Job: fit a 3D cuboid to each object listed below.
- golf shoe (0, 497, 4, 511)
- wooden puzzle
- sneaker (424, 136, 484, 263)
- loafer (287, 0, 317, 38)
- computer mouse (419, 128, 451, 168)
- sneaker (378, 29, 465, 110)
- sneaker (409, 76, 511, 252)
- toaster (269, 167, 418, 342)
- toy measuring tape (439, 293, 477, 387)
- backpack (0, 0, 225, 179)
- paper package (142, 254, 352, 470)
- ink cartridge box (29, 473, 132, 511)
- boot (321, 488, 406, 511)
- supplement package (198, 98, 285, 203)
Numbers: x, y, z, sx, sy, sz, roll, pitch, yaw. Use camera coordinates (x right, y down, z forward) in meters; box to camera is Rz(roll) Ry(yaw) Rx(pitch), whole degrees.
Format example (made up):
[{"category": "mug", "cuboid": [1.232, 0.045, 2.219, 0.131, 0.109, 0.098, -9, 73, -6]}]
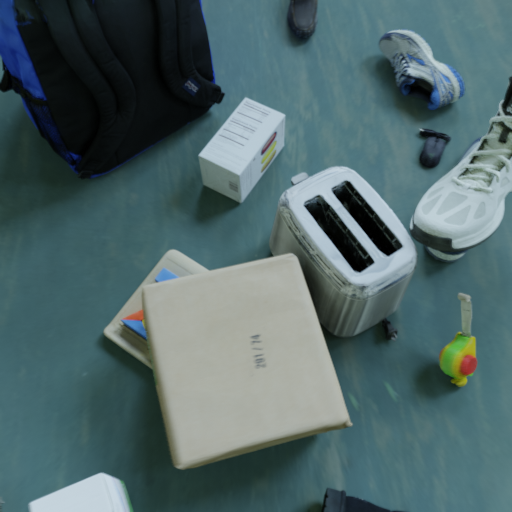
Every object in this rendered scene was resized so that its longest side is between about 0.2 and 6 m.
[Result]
[{"category": "golf shoe", "cuboid": [-4.672, 3.659, 7.432, 2.390, 1.053, 0.922, -9, 62, -6]}, {"category": "wooden puzzle", "cuboid": [-1.258, 0.945, 9.157, 1.783, 0.446, 1.925, 31, 66, 15]}, {"category": "sneaker", "cuboid": [3.941, -1.246, 9.879, 1.011, 1.182, 2.883, 25, 65, 12]}, {"category": "loafer", "cuboid": [1.046, -5.693, 12.471, 0.695, 0.691, 1.910, 0, 63, -1]}, {"category": "computer mouse", "cuboid": [3.423, -2.120, 10.869, 0.633, 0.241, 0.914, 18, 64, 8]}, {"category": "sneaker", "cuboid": [3.199, -3.800, 11.447, 0.912, 0.825, 2.140, -37, 68, -13]}, {"category": "sneaker", "cuboid": [3.372, -1.542, 8.181, 1.216, 1.854, 3.222, 32, 57, 34]}, {"category": "toaster", "cuboid": [1.378, -0.011, 8.868, 1.623, 1.845, 2.857, -27, 66, -13]}, {"category": "toy measuring tape", "cuboid": [3.059, 1.345, 8.535, 0.559, 1.520, 0.559, -7, 18, 2]}, {"category": "backpack", "cuboid": [-3.025, -4.108, 9.562, 3.548, 4.366, 3.664, -41, 70, -18]}, {"category": "paper package", "cuboid": [-0.241, 1.514, 8.015, 2.409, 1.308, 2.528, -12, 70, -11]}, {"category": "ink cartridge box", "cuboid": [-2.262, 3.372, 7.397, 0.962, 1.329, 0.558, -21, 66, -11]}, {"category": "boot", "cuboid": [1.725, 4.435, 7.017, 2.196, 0.998, 2.614, 11, 57, 10]}, {"category": "supplement package", "cuboid": [-0.232, -1.967, 10.404, 0.882, 0.916, 1.610, 28, 66, 15]}]
